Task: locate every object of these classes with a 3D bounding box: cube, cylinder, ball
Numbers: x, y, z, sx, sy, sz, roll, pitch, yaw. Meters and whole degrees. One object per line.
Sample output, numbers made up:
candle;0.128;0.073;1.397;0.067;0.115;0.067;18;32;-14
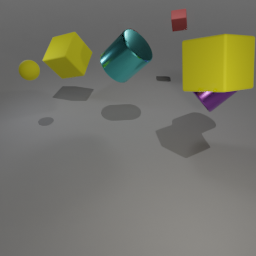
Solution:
cube;2.437;-5.126;13.320;0.700;0.700;0.700;-3;55;13
cube;2.475;-1.754;7.734;1.400;1.400;1.400;-11;14;-37
cylinder;3.105;-1.541;10.214;1.400;1.400;1.400;-40;30;14
cylinder;-0.063;-2.606;10.235;1.400;1.400;1.400;27;46;-32
cube;-2.727;-3.276;12.797;1.400;1.400;1.400;-1;62;31
ball;-3.427;-2.003;9.721;0.700;0.700;0.700;0;32;0
